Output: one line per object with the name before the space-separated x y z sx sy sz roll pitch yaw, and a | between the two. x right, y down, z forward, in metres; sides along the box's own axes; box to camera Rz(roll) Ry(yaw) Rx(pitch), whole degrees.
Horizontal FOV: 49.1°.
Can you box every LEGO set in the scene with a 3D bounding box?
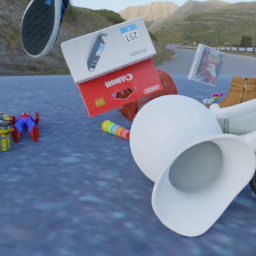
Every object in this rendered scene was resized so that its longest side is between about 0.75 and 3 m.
LEGO set | -4.238 -0.290 7.191 2.108 1.588 2.741 -9 16 -33
LEGO set | 3.887 -1.196 13.256 0.674 0.626 1.642 6 21 36

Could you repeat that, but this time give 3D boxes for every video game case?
video game case | 3.396 -2.642 11.974 1.632 1.487 0.188 7 16 -35

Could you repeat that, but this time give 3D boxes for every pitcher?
pitcher | 1.146 0.141 4.613 2.263 1.599 2.637 -37 16 5

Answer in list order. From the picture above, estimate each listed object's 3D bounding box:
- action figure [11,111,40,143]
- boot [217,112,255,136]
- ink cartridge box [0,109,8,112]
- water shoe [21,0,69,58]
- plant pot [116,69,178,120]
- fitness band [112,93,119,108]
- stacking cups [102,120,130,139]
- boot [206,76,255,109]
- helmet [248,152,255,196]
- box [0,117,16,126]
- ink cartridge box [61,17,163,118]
action figure | -3.219 -0.151 8.805 0.877 0.693 2.680 -7 12 -19
boot | 3.429 -0.194 8.445 1.849 0.862 2.391 3 15 15
ink cartridge box | -4.968 -0.487 9.604 1.464 0.344 1.447 -28 14 -29
water shoe | -1.773 -2.883 6.696 0.906 2.534 1.000 25 19 10
plant pot | 0.638 -1.193 10.948 1.834 1.886 1.886 -20 23 -35
fitness band | -0.821 -1.681 12.812 0.515 1.977 2.752 -45 24 -10
stacking cups | -0.301 0.084 8.437 0.370 0.370 1.224 -10 21 -37
boot | 4.384 -1.388 11.793 2.063 1.602 0.791 4 14 16
helmet | 2.664 0.507 4.203 1.596 1.674 1.674 18 14 1
box | -4.564 -0.203 9.749 1.047 0.258 0.836 0 12 1
ink cartridge box | -0.262 -1.282 5.942 1.816 1.600 0.406 -22 3 -10
